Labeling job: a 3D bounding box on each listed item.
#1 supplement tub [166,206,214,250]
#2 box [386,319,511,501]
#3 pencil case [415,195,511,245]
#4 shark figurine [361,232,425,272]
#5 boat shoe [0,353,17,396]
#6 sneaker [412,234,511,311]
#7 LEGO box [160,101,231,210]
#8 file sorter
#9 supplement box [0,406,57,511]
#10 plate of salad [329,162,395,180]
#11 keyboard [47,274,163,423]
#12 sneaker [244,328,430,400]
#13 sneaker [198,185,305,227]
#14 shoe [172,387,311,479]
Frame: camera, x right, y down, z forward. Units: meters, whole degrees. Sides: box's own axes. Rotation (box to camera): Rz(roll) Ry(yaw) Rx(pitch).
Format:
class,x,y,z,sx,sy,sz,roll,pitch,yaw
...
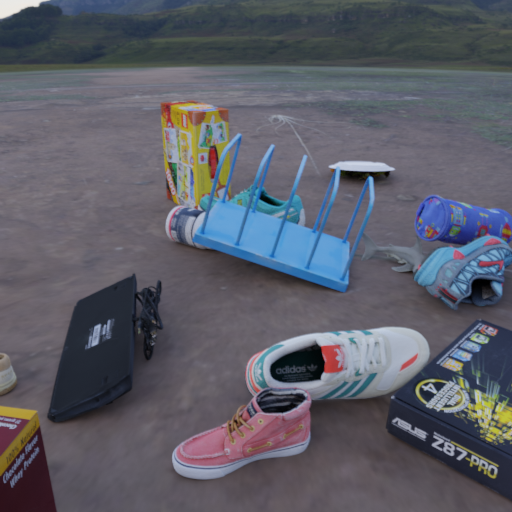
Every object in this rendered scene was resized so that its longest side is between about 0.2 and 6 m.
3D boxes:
class,x,y,z,sx,sy,sz,roll,pitch,yaw
supplement tub,-1.257,-0.580,11.691,1.107,0.777,0.777,15,28,31
box,3.030,1.761,6.669,1.969,0.600,2.442,24,33,38
pencil case,3.980,-0.619,10.723,2.161,0.843,0.939,5,27,-33
shark figurine,2.868,-0.107,10.791,1.016,0.710,1.700,-15,30,-33
boat shoe,-4.012,1.469,7.389,1.674,0.540,0.597,1,24,2
sneaker,3.795,0.410,9.684,2.410,0.956,1.151,-13,51,-34
LEGO box,-1.485,-2.444,13.796,0.958,2.484,1.850,-15,27,-30
file sorter,0.604,-0.904,10.415,2.858,1.753,1.983,19,26,1
supplement box,-2.472,2.222,4.601,0.946,1.425,1.406,4,24,9
plate of salad,3.079,-2.489,16.413,1.903,0.457,1.903,2,13,0
keyboard,-2.015,1.268,8.165,1.583,0.602,3.041,-25,27,2
sneaker,1.067,1.324,6.761,2.391,0.842,1.118,-6,-15,-6
sneaker,-0.097,-1.098,12.554,2.611,1.040,1.012,11,26,25
shoe,-0.142,1.896,6.166,1.593,0.725,0.569,-7,29,-16
